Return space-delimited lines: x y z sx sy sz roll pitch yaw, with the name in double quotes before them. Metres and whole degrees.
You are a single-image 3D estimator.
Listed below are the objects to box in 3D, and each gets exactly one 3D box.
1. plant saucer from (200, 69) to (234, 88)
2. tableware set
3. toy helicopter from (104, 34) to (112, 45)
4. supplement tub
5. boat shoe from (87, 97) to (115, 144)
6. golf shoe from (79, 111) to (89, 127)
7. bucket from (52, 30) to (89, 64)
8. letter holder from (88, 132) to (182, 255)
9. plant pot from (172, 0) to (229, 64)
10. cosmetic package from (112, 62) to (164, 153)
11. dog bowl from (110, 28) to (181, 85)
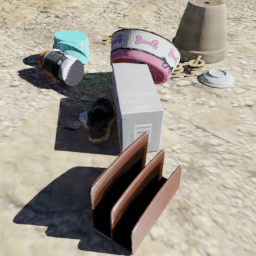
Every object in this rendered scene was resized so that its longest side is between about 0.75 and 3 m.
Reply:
"plant saucer" 3.580 -2.066 11.190 1.351 0.339 1.351 0 39 0
"tableware set" 2.378 -2.622 11.669 1.714 0.344 1.133 -10 35 -2
"toy helicopter" -0.902 -4.433 14.220 0.508 0.303 0.768 32 59 21
"supplement tub" -2.667 -2.441 11.060 1.782 1.092 1.092 31 48 31
"boat shoe" -0.835 -0.413 8.838 0.802 0.710 2.191 -3 38 0
"golf shoe" -1.394 -0.248 9.041 0.357 0.294 0.781 -17 37 1
"bucket" -2.478 -3.495 12.200 1.667 1.085 1.667 5 35 -4
"letter holder" 0.260 1.276 6.119 1.084 1.532 2.155 23 44 26
"plant pot" 3.380 -4.504 12.647 2.662 2.310 2.662 1 40 -1
"cosmetic package" 0.202 -0.733 8.606 1.301 1.541 2.884 -6 38 -7
"dog bowl" 0.507 -2.438 10.106 2.622 2.622 0.967 14 80 16
